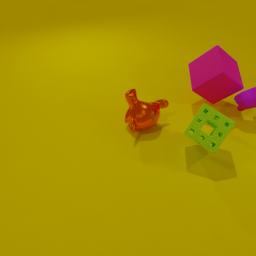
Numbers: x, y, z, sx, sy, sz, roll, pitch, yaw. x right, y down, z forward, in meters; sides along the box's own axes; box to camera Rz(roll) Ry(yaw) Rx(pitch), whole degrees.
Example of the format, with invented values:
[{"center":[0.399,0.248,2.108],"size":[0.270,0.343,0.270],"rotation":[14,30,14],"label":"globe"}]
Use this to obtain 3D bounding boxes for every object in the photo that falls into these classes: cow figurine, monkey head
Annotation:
[{"center":[3.924,-0.980,8.332],"size":[1.377,1.355,0.756],"rotation":[-16,82,7],"label":"cow figurine"},{"center":[0.417,-0.560,8.477],"size":[1.671,1.202,1.007],"rotation":[-37,36,-28],"label":"monkey head"}]

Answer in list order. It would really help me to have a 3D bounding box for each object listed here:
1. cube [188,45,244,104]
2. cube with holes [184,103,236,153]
[{"center":[2.812,-1.683,9.041],"size":[1.168,1.168,1.168],"rotation":[24,52,-35],"label":"cube"},{"center":[2.116,0.022,7.419],"size":[0.911,0.911,0.911],"rotation":[34,4,11],"label":"cube with holes"}]
